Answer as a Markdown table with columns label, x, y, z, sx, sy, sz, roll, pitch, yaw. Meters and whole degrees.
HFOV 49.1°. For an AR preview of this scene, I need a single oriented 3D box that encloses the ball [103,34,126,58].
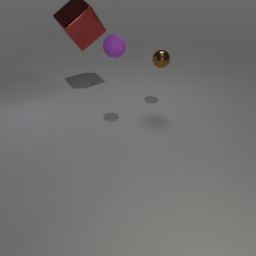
| label | x | y | z | sx | sy | sz | roll | pitch | yaw |
| --- | --- | --- | --- | --- | --- | --- | --- | --- | --- |
| ball | -0.408 | -2.493 | 8.511 | 0.700 | 0.700 | 0.700 | 0 | 33 | 0 |

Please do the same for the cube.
| label | x | y | z | sx | sy | sz | roll | pitch | yaw |
| --- | --- | --- | --- | --- | --- | --- | --- | --- | --- |
| cube | -2.062 | -4.480 | 11.986 | 1.400 | 1.400 | 1.400 | -40 | 53 | 2 |

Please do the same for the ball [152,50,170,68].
| label | x | y | z | sx | sy | sz | roll | pitch | yaw |
| --- | --- | --- | --- | --- | --- | --- | --- | --- | --- |
| ball | 1.307 | -2.707 | 10.994 | 0.700 | 0.700 | 0.700 | 0 | 33 | 0 |
